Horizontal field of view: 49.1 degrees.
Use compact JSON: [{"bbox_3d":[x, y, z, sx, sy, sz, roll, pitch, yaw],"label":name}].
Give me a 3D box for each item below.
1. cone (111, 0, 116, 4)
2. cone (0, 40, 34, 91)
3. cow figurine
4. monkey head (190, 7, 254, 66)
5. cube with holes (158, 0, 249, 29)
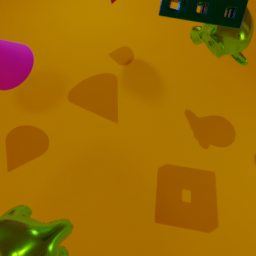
[{"bbox_3d":[-0.453,-4.256,8.146,0.845,0.841,0.841,46,59,-16],"label":"cone"},{"bbox_3d":[-2.802,-1.569,5.766,1.193,1.197,1.193,-5,70,15],"label":"cone"},{"bbox_3d":[-1.259,1.575,3.239,1.548,0.850,1.523,14,11,19],"label":"cow figurine"},{"bbox_3d":[2.138,-2.232,6.371,1.108,1.838,1.322,-20,19,-15],"label":"monkey head"},{"bbox_3d":[1.199,-2.273,4.353,1.187,1.187,1.187,11,23,5],"label":"cube with holes"}]
